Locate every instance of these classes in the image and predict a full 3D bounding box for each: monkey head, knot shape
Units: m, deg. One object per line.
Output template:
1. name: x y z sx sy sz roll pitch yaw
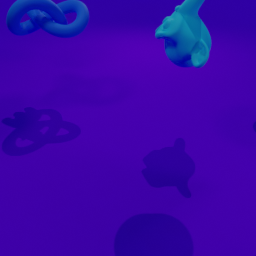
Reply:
1. monkey head: 1.238 -1.856 5.441 1.093 1.305 1.815 38 26 -14
2. knot shape: -1.975 -2.570 6.502 1.833 0.847 1.715 17 25 34
